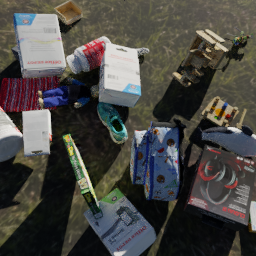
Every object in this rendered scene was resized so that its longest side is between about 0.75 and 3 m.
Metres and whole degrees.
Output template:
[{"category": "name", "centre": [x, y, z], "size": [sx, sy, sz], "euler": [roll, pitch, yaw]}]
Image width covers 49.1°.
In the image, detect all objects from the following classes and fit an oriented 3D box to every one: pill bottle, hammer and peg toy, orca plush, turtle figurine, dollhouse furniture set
[{"category": "pill bottle", "centre": [-1.674, -3.206, 12.542], "size": [1.967, 1.104, 1.104], "euler": [-31, 64, -17]}, {"category": "hammer and peg toy", "centre": [3.915, -0.484, 11.245], "size": [1.620, 0.571, 1.192], "euler": [35, 64, 19]}, {"category": "orca plush", "centre": [3.840, 0.480, 10.723], "size": [2.632, 0.935, 1.384], "euler": [-1, 104, 9]}, {"category": "pill bottle", "centre": [-5.127, -0.051, 10.484], "size": [1.416, 1.416, 2.486], "euler": [-37, 66, -20]}, {"category": "turtle figurine", "centre": [5.489, -4.508, 13.569], "size": [0.940, 0.698, 0.970], "euler": [-9, 63, -10]}, {"category": "dollhouse furniture set", "centre": [2.969, -3.253, 12.089], "size": [2.373, 2.080, 1.576], "euler": [-23, 60, -44]}]

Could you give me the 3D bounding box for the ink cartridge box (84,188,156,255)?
[{"category": "ink cartridge box", "centre": [-0.257, 3.047, 8.719], "size": [1.383, 0.799, 1.901], "euler": [-34, 48, -19]}]

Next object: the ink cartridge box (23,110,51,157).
[{"category": "ink cartridge box", "centre": [-3.368, 0.216, 10.414], "size": [0.947, 0.438, 1.738], "euler": [-6, 74, -7]}]

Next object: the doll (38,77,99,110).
[{"category": "doll", "centre": [-2.381, -1.441, 11.697], "size": [2.561, 0.621, 1.747], "euler": [-9, 53, -10]}]

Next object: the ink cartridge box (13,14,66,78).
[{"category": "ink cartridge box", "centre": [-3.794, -3.490, 12.018], "size": [1.780, 1.043, 2.463], "euler": [-8, 82, -24]}]

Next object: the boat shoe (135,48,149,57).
[{"category": "boat shoe", "centre": [0.479, -3.532, 13.182], "size": [1.023, 0.368, 0.336], "euler": [1, 65, 1]}]

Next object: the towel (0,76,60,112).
[{"category": "towel", "centre": [-4.238, -1.488, 12.010], "size": [2.489, 0.280, 1.800], "euler": [-3, 60, -2]}]

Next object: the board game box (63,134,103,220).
[{"category": "board game box", "centre": [-1.497, 1.495, 9.082], "size": [0.317, 1.414, 2.699], "euler": [-22, 42, -10]}]

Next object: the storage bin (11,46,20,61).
[{"category": "storage bin", "centre": [-4.638, -3.605, 12.924], "size": [0.952, 1.031, 1.417], "euler": [30, 63, 28]}]

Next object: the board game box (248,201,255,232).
[{"category": "board game box", "centre": [4.677, 3.008, 9.336], "size": [1.286, 0.259, 0.984], "euler": [5, 59, 3]}]

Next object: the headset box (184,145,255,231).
[{"category": "headset box", "centre": [3.109, 2.100, 9.465], "size": [1.896, 0.957, 2.552], "euler": [19, 61, 11]}]

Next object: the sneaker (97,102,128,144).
[{"category": "sneaker", "centre": [-0.574, -0.355, 11.013], "size": [0.786, 0.808, 2.028], "euler": [-27, 63, -15]}]

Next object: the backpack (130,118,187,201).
[{"category": "backpack", "centre": [1.017, 1.187, 9.281], "size": [1.954, 2.537, 2.416], "euler": [-6, 67, 4]}]

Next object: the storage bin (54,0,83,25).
[{"category": "storage bin", "centre": [-3.069, -5.986, 14.559], "size": [1.049, 0.491, 1.041], "euler": [-37, 65, -20]}]

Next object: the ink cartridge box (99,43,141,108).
[{"category": "ink cartridge box", "centre": [-0.366, -2.255, 11.842], "size": [1.536, 0.885, 2.653], "euler": [9, 54, -16]}]
